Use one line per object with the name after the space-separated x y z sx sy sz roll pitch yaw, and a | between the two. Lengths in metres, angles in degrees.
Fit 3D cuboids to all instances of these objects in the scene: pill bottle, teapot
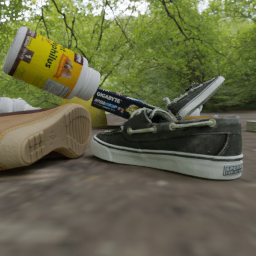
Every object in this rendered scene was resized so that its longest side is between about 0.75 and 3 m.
-1.919 -1.539 7.303 2.285 1.248 1.248 23 -8 -29 | pill bottle
-4.315 -0.481 9.092 1.833 1.039 1.039 0 4 -19 | pill bottle
3.043 -1.090 15.406 1.948 1.441 1.973 1 3 17 | teapot

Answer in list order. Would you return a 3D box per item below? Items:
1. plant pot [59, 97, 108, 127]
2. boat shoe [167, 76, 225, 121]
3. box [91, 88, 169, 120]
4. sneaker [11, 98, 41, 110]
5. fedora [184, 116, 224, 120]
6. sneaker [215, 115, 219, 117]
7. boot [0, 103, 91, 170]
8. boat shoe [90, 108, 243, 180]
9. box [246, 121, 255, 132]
-1.802 -0.795 10.834 2.023 1.436 2.023 0 3 0 | plant pot
2.378 -1.208 9.659 2.484 0.791 0.878 -37 -16 -25 | boat shoe
0.219 -0.674 9.844 2.255 0.653 2.838 21 7 10 | box
-4.856 -0.780 12.410 2.718 1.098 1.040 0 10 33 | sneaker
1.799 -0.016 6.083 1.193 0.487 1.193 1 3 0 | fedora
3.072 -0.229 10.622 0.501 0.434 1.157 -7 -3 -13 | sneaker
-1.451 0.043 3.420 1.609 0.700 1.934 3 7 16 | boot
0.317 0.093 3.193 1.988 0.633 0.703 3 5 42 | boat shoe
3.749 -0.044 7.967 0.364 0.303 0.886 0 4 -6 | box
